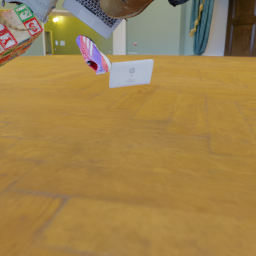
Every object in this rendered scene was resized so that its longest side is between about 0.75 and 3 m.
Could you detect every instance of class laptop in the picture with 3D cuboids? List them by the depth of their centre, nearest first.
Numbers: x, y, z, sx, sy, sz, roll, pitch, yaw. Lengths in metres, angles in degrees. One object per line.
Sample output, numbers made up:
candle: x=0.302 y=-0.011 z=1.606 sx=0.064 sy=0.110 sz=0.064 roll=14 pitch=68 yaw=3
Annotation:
laptop: x=-1.048 y=-3.410 z=8.279 sx=1.875 sy=1.755 sz=1.086 roll=-33 pitch=31 yaw=50

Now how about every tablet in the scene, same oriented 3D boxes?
tablet: x=0.112 y=-1.830 z=9.478 sx=1.498 sy=0.975 sz=0.102 roll=-10 pitch=46 yaw=-17

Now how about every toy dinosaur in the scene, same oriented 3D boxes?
toy dinosaur: x=-2.320 y=-1.957 z=4.927 sx=0.694 sy=1.307 sz=0.395 roll=-26 pitch=28 yaw=54

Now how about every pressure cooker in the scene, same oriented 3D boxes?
pressure cooker: x=-3.472 y=-4.599 z=10.006 sx=0.976 sy=0.991 sz=1.110 roll=25 pitch=30 yaw=18

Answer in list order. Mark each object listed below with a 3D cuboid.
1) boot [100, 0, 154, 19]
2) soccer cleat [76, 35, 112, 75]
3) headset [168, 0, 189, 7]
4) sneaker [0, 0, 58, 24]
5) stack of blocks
boot: x=0.084 y=-3.058 z=5.989 sx=1.093 sy=1.066 sz=2.897 roll=-19 pitch=15 yaw=-36
soccer cleat: x=-0.686 y=-1.321 z=5.027 sx=0.342 sy=0.319 sz=0.935 roll=-31 pitch=71 yaw=-30
headset: x=1.428 y=-4.130 z=8.550 sx=1.240 sy=0.765 sz=0.582 roll=16 pitch=-21 yaw=42
sneaker: x=-1.895 y=-2.213 z=4.134 sx=1.837 sy=0.753 sz=0.687 roll=28 pitch=22 yaw=0
stack of blocks: x=-2.952 y=-1.992 z=6.582 sx=1.280 sy=0.651 sz=2.223 roll=-39 pitch=19 yaw=-23
